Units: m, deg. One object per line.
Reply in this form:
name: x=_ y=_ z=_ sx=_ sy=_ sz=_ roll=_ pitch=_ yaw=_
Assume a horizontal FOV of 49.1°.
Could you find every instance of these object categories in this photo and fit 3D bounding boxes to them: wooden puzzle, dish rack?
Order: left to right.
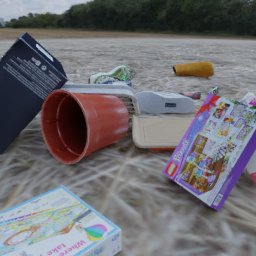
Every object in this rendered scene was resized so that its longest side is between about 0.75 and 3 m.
dish rack: x=-0.932 y=-0.894 z=8.639 sx=2.547 sy=0.554 sz=2.186 roll=1 pitch=-13 yaw=6
wooden puzzle: x=1.207 y=0.157 z=7.809 sx=2.220 sy=0.413 sz=2.054 roll=4 pitch=21 yaw=-2

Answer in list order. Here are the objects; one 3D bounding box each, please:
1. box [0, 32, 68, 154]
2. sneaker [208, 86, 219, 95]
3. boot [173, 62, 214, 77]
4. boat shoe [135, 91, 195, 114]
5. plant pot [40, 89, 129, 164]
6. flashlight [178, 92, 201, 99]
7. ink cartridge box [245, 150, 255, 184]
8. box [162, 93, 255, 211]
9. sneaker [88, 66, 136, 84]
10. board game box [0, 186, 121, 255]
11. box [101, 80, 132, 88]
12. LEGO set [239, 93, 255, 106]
box: x=-3.141 y=-1.145 z=7.763 sx=2.570 sy=1.469 sz=2.823 roll=-46 pitch=26 yaw=4
sneaker: x=3.794 y=-1.675 z=12.501 sx=0.385 sy=0.334 sz=0.868 roll=5 pitch=19 yaw=33
boot: x=3.629 y=-3.272 z=15.964 sx=1.802 sy=0.886 sz=2.517 roll=-9 pitch=18 yaw=-8
boat shoe: x=1.269 y=-0.962 z=10.079 sx=2.180 sy=0.784 sz=0.716 roll=1 pitch=16 yaw=3
plant pot: x=-0.959 y=-0.131 z=6.985 sx=1.724 sy=1.724 sz=1.677 roll=17 pitch=19 yaw=36
flashlight: x=2.563 y=-1.366 z=11.676 sx=0.924 sy=0.314 sz=0.313 roll=2 pitch=25 yaw=3
ink cartridge box: x=2.630 y=0.391 z=5.807 sx=0.540 sy=1.274 sz=0.928 roll=-35 pitch=-6 yaw=35
box: x=1.645 y=0.366 z=5.353 sx=0.381 sy=1.948 sz=1.333 roll=31 pitch=0 yaw=-38
sneaker: x=-0.473 y=-2.101 z=12.919 sx=1.203 sy=1.044 sz=2.714 roll=30 pitch=42 yaw=35
board game box: x=-1.479 y=1.699 z=3.798 sx=2.357 sy=0.403 sz=1.585 roll=-19 pitch=28 yaw=-40
box: x=-0.584 y=-1.357 z=11.042 sx=1.055 sy=0.761 sz=1.421 roll=9 pitch=23 yaw=21
LEGO set: x=3.605 y=0.244 z=6.846 sx=2.587 sy=1.190 sz=0.963 roll=25 pitch=35 yaw=-14
